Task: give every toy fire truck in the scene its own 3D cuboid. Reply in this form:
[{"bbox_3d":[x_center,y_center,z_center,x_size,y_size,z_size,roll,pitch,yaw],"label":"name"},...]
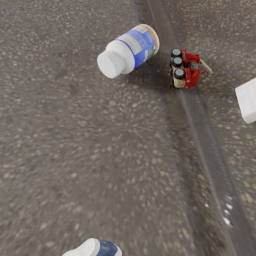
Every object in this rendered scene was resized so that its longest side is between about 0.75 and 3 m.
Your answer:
[{"bbox_3d":[2.346,-2.074,10.038,1.581,1.017,1.392,-3,62,2],"label":"toy fire truck"}]

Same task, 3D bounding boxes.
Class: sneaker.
[{"bbox_3d":[-0.769,2.909,6.028,1.363,0.998,0.549,-41,36,19],"label":"sneaker"}]

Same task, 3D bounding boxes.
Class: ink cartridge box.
[{"bbox_3d":[4.358,-1.090,8.738,1.776,0.445,1.429,-27,37,32],"label":"ink cartridge box"}]

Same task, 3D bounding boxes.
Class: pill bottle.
[{"bbox_3d":[0.000,-2.776,10.293,1.268,1.268,2.263,34,59,25],"label":"pill bottle"}]
